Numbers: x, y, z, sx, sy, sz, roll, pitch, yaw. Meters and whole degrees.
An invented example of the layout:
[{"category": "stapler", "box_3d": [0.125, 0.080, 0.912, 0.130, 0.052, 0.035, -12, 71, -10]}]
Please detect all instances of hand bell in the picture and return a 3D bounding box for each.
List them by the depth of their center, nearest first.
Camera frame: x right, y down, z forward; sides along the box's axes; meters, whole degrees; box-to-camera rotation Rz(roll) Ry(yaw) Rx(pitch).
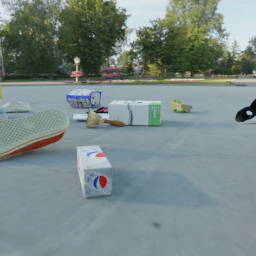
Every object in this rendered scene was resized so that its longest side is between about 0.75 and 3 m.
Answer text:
[{"category": "hand bell", "box_3d": [-0.790, -0.231, 10.219, 1.386, 0.722, 0.722, 11, 8, -13]}]

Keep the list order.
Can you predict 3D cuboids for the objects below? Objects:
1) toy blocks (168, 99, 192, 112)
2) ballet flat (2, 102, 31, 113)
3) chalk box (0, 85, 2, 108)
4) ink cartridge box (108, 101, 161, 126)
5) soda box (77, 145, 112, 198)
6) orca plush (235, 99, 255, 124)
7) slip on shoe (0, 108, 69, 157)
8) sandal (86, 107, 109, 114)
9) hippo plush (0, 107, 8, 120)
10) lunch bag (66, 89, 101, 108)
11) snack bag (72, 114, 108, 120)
[{"category": "toy blocks", "box_3d": [2.787, -1.065, 14.313, 0.908, 0.663, 1.328, 7, 8, -25]}, {"category": "ballet flat", "box_3d": [-5.799, -1.065, 14.221, 1.679, 0.602, 0.602, -3, 11, -13]}, {"category": "chalk box", "box_3d": [-6.221, -1.106, 11.938, 1.467, 1.474, 2.369, -3, 13, -15]}, {"category": "ink cartridge box", "box_3d": [0.304, -0.613, 11.023, 1.995, 0.839, 1.456, 1, 11, 6]}, {"category": "soda box", "box_3d": [-0.635, 0.717, 5.023, 0.461, 0.496, 1.452, -2, 10, -14]}, {"category": "orca plush", "box_3d": [5.490, -0.754, 11.495, 2.642, 0.939, 1.390, -3, 11, -14]}, {"category": "slip on shoe", "box_3d": [-2.757, 0.265, 6.749, 2.752, 0.842, 1.019, -17, 60, -27]}, {"category": "sandal", "box_3d": [-1.298, -0.838, 13.570, 1.463, 0.330, 0.550, -2, 11, -11]}, {"category": "hippo plush", "box_3d": [-5.120, -0.363, 10.617, 1.023, 0.815, 0.822, 11, -25, -22]}, {"category": "lunch bag", "box_3d": [-2.532, -1.695, 16.111, 1.502, 1.094, 1.767, 3, 3, 14]}, {"category": "snack bag", "box_3d": [-1.560, -0.440, 11.937, 1.605, 0.172, 1.513, -1, 10, -9]}]
